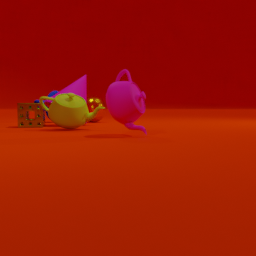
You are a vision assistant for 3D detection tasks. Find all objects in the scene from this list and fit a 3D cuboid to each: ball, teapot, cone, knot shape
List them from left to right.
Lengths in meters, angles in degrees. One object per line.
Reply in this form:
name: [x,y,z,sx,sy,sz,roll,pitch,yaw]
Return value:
knot shape: [-3.040,-0.861,11.601,1.431,0.661,1.339,-20,61,-44]
teapot: [-1.570,-0.535,7.805,1.817,0.890,1.130,13,30,-3]
cone: [-1.845,-1.205,9.901,1.605,1.611,1.605,24,-12,6]
ball: [-1.447,-0.784,11.658,1.102,1.102,1.102,0,4,0]
teapot: [0.029,-0.537,6.094,0.774,1.581,0.983,-19,-16,23]

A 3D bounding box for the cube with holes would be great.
cube with holes: [-3.093,-0.417,9.011,0.757,0.757,0.757,-1,4,-12]
